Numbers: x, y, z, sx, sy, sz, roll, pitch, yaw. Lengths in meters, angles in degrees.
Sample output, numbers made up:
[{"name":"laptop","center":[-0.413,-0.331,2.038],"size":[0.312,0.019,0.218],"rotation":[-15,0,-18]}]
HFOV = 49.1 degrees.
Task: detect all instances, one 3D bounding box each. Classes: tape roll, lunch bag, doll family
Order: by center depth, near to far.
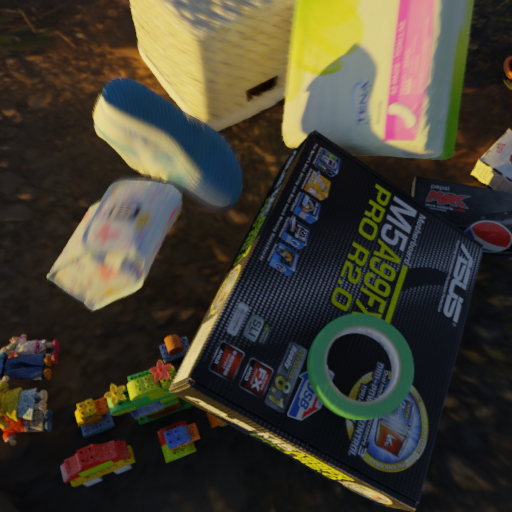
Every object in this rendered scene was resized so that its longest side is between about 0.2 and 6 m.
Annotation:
[{"name":"tape roll","center":[1.191,1.269,6.439],"size":[1.188,0.285,1.188],"rotation":[2,71,-5]},{"name":"lunch bag","center":[-1.831,-0.239,7.575],"size":[1.665,1.058,1.412],"rotation":[-20,37,38]},{"name":"doll family","center":[-3.365,1.730,7.701],"size":[1.002,0.727,1.614],"rotation":[-4,60,-2]}]

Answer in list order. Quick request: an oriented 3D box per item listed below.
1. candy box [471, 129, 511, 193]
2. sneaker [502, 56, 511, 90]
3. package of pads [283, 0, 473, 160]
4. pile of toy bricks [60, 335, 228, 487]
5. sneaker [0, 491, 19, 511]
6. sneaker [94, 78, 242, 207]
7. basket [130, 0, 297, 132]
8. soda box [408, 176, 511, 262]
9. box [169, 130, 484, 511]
[{"name":"candy box","center":[4.564,-1.484,9.706],"size":[1.219,0.436,1.022],"rotation":[41,68,20]},{"name":"sneaker","center":[5.431,-4.049,10.898],"size":[1.334,0.924,2.381],"rotation":[-5,60,-4]},{"name":"package of pads","center":[1.718,-3.167,8.284],"size":[2.588,1.142,3.350],"rotation":[11,99,42]},{"name":"pile of toy bricks","center":[-1.252,1.795,7.284],"size":[2.802,1.383,1.554],"rotation":[-20,62,-11]},{"name":"sneaker","center":[-3.198,3.257,6.481],"size":[2.702,1.340,0.955],"rotation":[38,65,18]},{"name":"sneaker","center":[-1.199,-1.471,7.878],"size":[2.297,0.928,0.879],"rotation":[37,56,-10]},{"name":"basket","center":[-0.585,-4.295,10.307],"size":[2.752,2.233,2.777],"rotation":[-30,63,-15]},{"name":"soda box","center":[3.648,-0.526,8.960],"size":[2.477,0.784,0.876],"rotation":[10,61,6]},{"name":"box","center":[1.172,0.728,7.496],"size":[3.196,0.883,3.990],"rotation":[32,63,-10]}]
